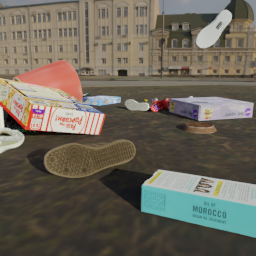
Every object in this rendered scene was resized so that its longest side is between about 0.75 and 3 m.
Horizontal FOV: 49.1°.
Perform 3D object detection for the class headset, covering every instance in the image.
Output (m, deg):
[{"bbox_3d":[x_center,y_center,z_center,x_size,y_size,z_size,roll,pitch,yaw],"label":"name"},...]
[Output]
[{"bbox_3d":[-3.315,-0.189,9.052,1.116,0.849,1.807,1,26,-22],"label":"headset"}]

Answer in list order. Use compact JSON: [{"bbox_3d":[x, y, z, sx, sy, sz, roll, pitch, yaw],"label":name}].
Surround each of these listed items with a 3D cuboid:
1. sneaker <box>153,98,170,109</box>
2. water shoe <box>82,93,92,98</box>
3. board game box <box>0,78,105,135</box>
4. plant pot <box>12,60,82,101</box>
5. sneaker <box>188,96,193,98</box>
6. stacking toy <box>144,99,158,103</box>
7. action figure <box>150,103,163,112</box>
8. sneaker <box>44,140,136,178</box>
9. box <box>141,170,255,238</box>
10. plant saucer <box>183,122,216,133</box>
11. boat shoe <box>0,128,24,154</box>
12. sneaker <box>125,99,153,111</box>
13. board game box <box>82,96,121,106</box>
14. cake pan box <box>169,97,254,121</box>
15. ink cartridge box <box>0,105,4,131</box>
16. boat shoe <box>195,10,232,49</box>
[{"bbox_3d":[1.622,-1.124,13.626,0.808,0.548,1.398,-7,-1,7],"label":"sneaker"},{"bbox_3d":[-2.721,-1.627,16.100,0.607,0.550,1.538,-23,-5,36],"label":"water shoe"},{"bbox_3d":[-2.454,-0.690,8.414,2.257,0.690,2.980,6,16,-42],"label":"board game box"},{"bbox_3d":[-3.214,-1.382,10.925,2.028,2.293,2.293,-20,21,-35],"label":"plant pot"},{"bbox_3d":[2.706,-1.235,13.656,0.991,0.604,1.518,1,11,0],"label":"sneaker"},{"bbox_3d":[1.500,-1.428,15.524,0.807,0.251,1.070,-9,17,-31],"label":"stacking toy"},{"bbox_3d":[1.284,-0.935,12.833,0.367,0.290,1.121,48,28,10],"label":"action figure"},{"bbox_3d":[-0.734,0.593,5.347,1.762,0.621,0.666,-4,-8,-27],"label":"sneaker"},{"bbox_3d":[1.046,0.945,3.660,1.636,0.402,0.673,6,13,25],"label":"box"},{"bbox_3d":[2.262,-0.021,8.875,1.049,0.181,1.049,-1,12,0],"label":"plant saucer"},{"bbox_3d":[-3.030,0.251,6.710,0.594,0.516,1.611,3,12,12],"label":"boat shoe"},{"bbox_3d":[0.554,-1.057,13.190,1.421,0.502,0.705,12,12,36],"label":"sneaker"},{"bbox_3d":[-1.594,-1.556,15.717,1.519,0.368,2.009,8,14,32],"label":"board game box"},{"bbox_3d":[3.420,-0.870,11.733,2.643,0.691,2.434,-5,15,-21],"label":"cake pan box"},{"bbox_3d":[-4.811,-0.258,8.299,1.998,0.839,1.454,-5,13,-26],"label":"ink cartridge box"},{"bbox_3d":[2.129,-2.451,7.120,1.334,0.458,0.378,-46,9,-13],"label":"boat shoe"}]
